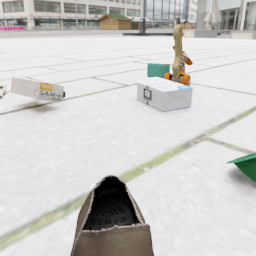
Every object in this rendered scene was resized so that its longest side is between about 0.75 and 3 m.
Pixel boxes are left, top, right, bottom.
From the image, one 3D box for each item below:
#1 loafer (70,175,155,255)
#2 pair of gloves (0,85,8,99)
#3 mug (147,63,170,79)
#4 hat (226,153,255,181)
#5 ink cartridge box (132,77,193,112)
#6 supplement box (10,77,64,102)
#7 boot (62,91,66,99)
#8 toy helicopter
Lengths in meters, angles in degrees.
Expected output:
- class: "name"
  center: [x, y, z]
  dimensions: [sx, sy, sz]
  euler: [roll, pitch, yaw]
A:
- class: "loafer"
  center: [-0.191, 1.465, 2.710]
  dimensions: [1.094, 1.070, 2.998]
  euler: [-4, 22, -10]
- class: "pair of gloves"
  center: [-5.819, -1.444, 11.200]
  dimensions: [1.774, 0.311, 1.509]
  euler: [-5, 22, -10]
- class: "mug"
  center: [1.544, -2.742, 13.722]
  dimensions: [1.111, 0.836, 1.352]
  euler: [11, 16, 34]
- class: "hat"
  center: [2.652, 1.038, 5.132]
  dimensions: [1.167, 1.240, 1.409]
  euler: [-13, -11, -17]
- class: "ink cartridge box"
  center: [1.173, -1.292, 10.235]
  dimensions: [1.240, 0.714, 2.140]
  euler: [-12, 24, -27]
- class: "supplement box"
  center: [-3.150, -1.335, 9.683]
  dimensions: [1.630, 0.599, 1.027]
  euler: [15, 8, 37]
- class: "boot"
  center: [-2.943, -1.359, 10.841]
  dimensions: [1.324, 0.487, 0.500]
  euler: [4, 11, 17]
- class: "toy helicopter"
  center: [2.272, -3.135, 12.162]
  dimensions: [1.082, 2.744, 1.815]
  euler: [10, 41, 24]
